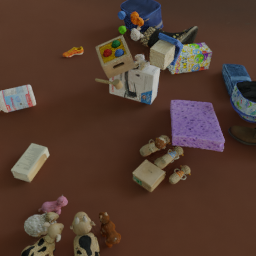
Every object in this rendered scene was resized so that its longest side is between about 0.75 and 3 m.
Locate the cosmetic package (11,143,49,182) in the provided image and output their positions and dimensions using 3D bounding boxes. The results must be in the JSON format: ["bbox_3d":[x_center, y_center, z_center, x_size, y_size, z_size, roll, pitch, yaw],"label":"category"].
[{"bbox_3d":[-3.098,1.096,8.958,0.616,0.417,1.172,15,48,14],"label":"cosmetic package"}]

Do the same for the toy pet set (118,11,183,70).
[{"bbox_3d":[0.816,-3.070,9.847,2.001,2.143,1.138,29,60,21],"label":"toy pet set"}]

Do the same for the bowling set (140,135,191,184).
[{"bbox_3d":[1.277,0.713,8.803,0.981,1.272,1.827,-30,57,-27],"label":"bowling set"}]

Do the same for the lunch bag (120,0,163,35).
[{"bbox_3d":[0.696,-5.903,14.959,1.550,1.510,2.282,-36,56,-11],"label":"lunch bag"}]

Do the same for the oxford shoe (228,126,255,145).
[{"bbox_3d":[4.488,0.176,9.567,1.995,0.842,0.725,13,49,14],"label":"oxford shoe"}]

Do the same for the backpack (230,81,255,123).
[{"bbox_3d":[4.668,-0.942,10.309,1.673,1.230,1.531,5,42,-8],"label":"backpack"}]

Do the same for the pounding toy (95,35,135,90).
[{"bbox_3d":[-0.598,-2.264,10.063,1.562,0.814,1.779,-22,57,5],"label":"pounding toy"}]

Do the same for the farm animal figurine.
[{"bbox_3d":[-1.512,2.631,6.912,2.458,1.236,1.985,14,48,13],"label":"farm animal figurine"}]

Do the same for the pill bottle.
[{"bbox_3d":[-4.426,-1.094,10.774,1.555,0.845,0.845,-16,48,-14],"label":"pill bottle"}]

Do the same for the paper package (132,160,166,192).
[{"bbox_3d":[0.629,1.473,8.615,0.764,0.395,0.728,32,54,26],"label":"paper package"}]

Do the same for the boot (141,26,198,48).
[{"bbox_3d":[2.115,-4.557,14.030,2.031,0.987,2.697,29,59,23],"label":"boot"}]

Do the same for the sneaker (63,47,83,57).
[{"bbox_3d":[-2.694,-3.728,13.617,1.038,0.400,0.379,-23,51,-18],"label":"sneaker"}]

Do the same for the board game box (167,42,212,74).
[{"bbox_3d":[2.725,-3.161,12.697,1.768,0.927,0.911,-10,47,-8],"label":"board game box"}]

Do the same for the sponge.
[{"bbox_3d":[2.285,-0.195,9.688,1.569,0.420,2.813,6,30,4],"label":"sponge"}]

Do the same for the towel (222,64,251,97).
[{"bbox_3d":[4.686,-2.033,11.922,1.106,0.481,1.981,2,46,1],"label":"towel"}]

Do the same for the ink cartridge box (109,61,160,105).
[{"bbox_3d":[0.219,-1.873,11.118,1.859,1.344,0.783,17,42,17],"label":"ink cartridge box"}]
